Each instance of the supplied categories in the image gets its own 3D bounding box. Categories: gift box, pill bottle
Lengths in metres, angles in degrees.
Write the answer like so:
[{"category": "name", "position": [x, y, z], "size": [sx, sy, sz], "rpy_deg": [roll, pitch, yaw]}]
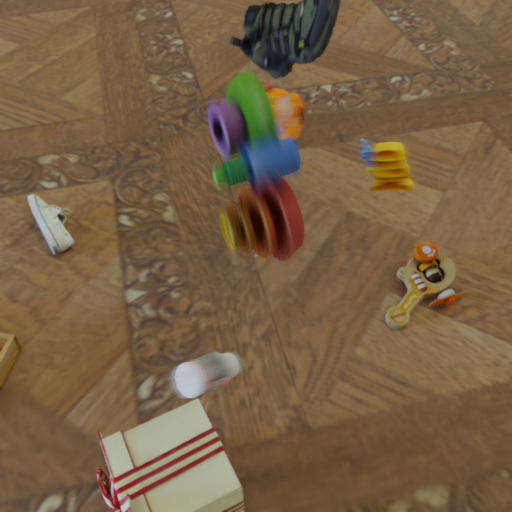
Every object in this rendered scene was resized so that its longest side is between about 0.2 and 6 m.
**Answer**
[{"category": "gift box", "position": [-1.151, 2.817, 7.066], "size": [1.544, 1.654, 1.526], "rpy_deg": [-22, 47, -17]}, {"category": "pill bottle", "position": [-0.472, 1.174, 5.634], "size": [0.351, 0.351, 0.633], "rpy_deg": [38, 28, 29]}]

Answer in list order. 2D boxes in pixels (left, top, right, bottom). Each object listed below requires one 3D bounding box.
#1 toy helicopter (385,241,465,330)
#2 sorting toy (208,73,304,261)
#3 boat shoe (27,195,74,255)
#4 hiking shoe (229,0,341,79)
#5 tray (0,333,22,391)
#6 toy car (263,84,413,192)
[{"category": "toy helicopter", "position": [2.899, 0.657, 9.758], "size": [1.143, 0.682, 1.729], "rpy_deg": [36, 68, 17]}, {"category": "sorting toy", "position": [-0.182, -1.061, 7.201], "size": [1.026, 1.502, 2.499], "rpy_deg": [-18, 92, -17]}, {"category": "boat shoe", "position": [-3.916, -0.717, 10.895], "size": [0.648, 0.561, 1.520], "rpy_deg": [-25, 55, -21]}, {"category": "hiking shoe", "position": [0.487, -4.407, 10.975], "size": [1.430, 2.840, 1.076], "rpy_deg": [18, 76, -23]}, {"category": "tray", "position": [-5.160, 1.702, 8.824], "size": [2.465, 0.456, 1.216], "rpy_deg": [7, 48, 5]}, {"category": "toy car", "position": [0.994, -1.989, 8.329], "size": [3.098, 1.031, 1.520], "rpy_deg": [15, 57, 30]}]
